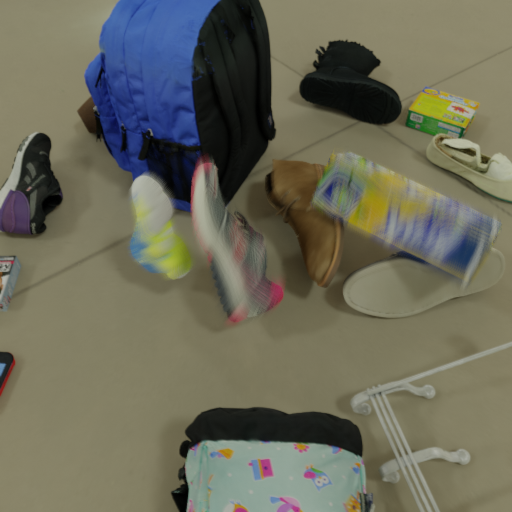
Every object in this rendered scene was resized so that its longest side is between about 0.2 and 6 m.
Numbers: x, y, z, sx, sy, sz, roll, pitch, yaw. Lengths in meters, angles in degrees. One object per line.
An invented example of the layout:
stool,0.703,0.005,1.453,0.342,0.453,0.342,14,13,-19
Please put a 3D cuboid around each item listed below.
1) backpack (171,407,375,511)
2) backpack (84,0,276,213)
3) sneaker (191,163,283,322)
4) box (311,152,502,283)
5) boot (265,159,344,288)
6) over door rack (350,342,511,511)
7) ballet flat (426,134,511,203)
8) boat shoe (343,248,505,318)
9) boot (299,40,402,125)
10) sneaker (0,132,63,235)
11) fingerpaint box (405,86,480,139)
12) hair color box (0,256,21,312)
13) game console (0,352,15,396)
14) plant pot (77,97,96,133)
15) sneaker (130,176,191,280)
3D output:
backpack,0.187,3.651,6.907,2.806,2.128,3.362,2,51,-1
backpack,-1.636,-3.453,11.618,3.583,4.270,3.469,15,52,12
sneaker,-0.388,-0.284,9.552,1.018,2.725,1.099,-19,12,4
box,2.623,-0.760,9.887,3.075,0.989,1.077,29,24,19
boot,0.864,-0.752,11.084,1.324,1.292,3.509,15,38,-17
over door rack,3.436,2.651,8.231,3.405,1.134,2.515,-25,50,6
ballet flat,5.082,-2.055,12.688,2.611,0.907,0.907,31,56,24
boat shoe,3.061,0.359,10.676,3.131,1.137,0.982,-11,21,-7
boot,2.723,-4.721,14.935,2.889,1.069,2.367,20,48,17
sneaker,-4.733,-1.536,12.297,1.181,1.021,2.697,9,56,-4
fingerpaint box,4.716,-3.585,14.215,1.464,0.537,1.221,24,54,19
hair color box,-4.987,0.524,10.784,0.562,0.344,1.135,-1,50,-1
game console,-4.764,2.139,9.494,1.057,0.186,1.195,5,49,4
plant pot,-3.728,-3.627,13.956,1.306,1.221,1.221,-29,54,-7
sneaker,-1.926,-0.421,9.788,1.035,1.970,0.746,-4,28,30
